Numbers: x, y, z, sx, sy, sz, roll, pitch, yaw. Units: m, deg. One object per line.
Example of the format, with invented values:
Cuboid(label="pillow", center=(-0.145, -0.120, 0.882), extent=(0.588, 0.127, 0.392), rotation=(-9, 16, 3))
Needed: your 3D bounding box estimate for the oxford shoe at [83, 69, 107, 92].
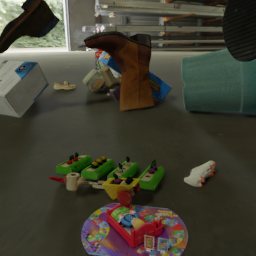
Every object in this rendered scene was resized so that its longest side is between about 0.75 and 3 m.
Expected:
Cuboid(label="oxford shoe", center=(-1.273, -2.007, 12.105), extent=(0.791, 1.030, 2.739), rotation=(41, 10, -5))

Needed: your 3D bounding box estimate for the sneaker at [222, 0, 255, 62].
Cuboid(label="sneaker", center=(0.773, -0.780, 1.681), extent=(0.362, 0.817, 0.303), rotation=(6, -6, -44))

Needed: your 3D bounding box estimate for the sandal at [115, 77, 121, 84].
Cuboid(label="sandal", center=(0.137, -2.641, 13.847), extent=(1.190, 0.800, 2.964), rotation=(12, 22, 32))

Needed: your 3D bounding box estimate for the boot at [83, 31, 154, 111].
Cuboid(label="boot", center=(-0.242, -1.698, 8.666), extent=(2.199, 2.336, 0.800), rotation=(-5, 7, -29))

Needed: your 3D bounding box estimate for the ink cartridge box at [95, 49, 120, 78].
Cuboid(label="ink cartridge box", center=(-1.023, -3.470, 14.115), extent=(1.201, 2.204, 0.555), rotation=(3, 18, 10))

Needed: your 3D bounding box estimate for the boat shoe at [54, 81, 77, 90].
Cuboid(label="boat shoe", center=(-2.749, -1.869, 12.242), extent=(0.986, 0.341, 0.363), rotation=(-4, 19, -12))

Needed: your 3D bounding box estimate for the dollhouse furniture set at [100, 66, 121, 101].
Cuboid(label="dollhouse furniture set", center=(-0.567, -1.749, 10.366), extent=(0.995, 1.256, 0.892), rotation=(-39, 21, -26))

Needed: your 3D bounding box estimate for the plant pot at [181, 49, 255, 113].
Cuboid(label="plant pot", center=(2.727, -1.390, 8.323), extent=(2.131, 2.176, 2.176), rotation=(-3, 17, 17))

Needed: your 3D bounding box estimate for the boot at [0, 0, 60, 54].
Cuboid(label="boot", center=(-2.744, -2.616, 7.668), extent=(0.942, 1.943, 0.726), rotation=(36, 6, -43))

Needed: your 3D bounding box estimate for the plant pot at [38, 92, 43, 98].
Cuboid(label="plant pot", center=(-3.605, -1.524, 10.191), extent=(1.141, 1.141, 1.044), rotation=(-3, 3, -10))

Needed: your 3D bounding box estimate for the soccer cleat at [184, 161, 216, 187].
Cuboid(label="soccer cleat", center=(1.188, 0.710, 4.550), extent=(0.295, 0.263, 0.759), rotation=(11, 24, 37))

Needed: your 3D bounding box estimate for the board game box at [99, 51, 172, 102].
Cuboid(label="board game box", center=(0.179, -2.077, 10.416), extent=(2.391, 0.668, 2.341), rotation=(31, 8, -19))

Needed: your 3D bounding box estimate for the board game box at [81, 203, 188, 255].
Cuboid(label="board game box", center=(0.081, 1.108, 3.333), extent=(1.258, 0.245, 0.994), rotation=(4, 19, 11))

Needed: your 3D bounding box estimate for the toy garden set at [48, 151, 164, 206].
Cuboid(label="toy garden set", center=(-0.377, 0.647, 4.297), extent=(1.643, 0.328, 1.369), rotation=(6, 11, 18))

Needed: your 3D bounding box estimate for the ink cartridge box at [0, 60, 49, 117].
Cuboid(label="ink cartridge box", center=(-3.826, -1.264, 8.554), extent=(2.158, 0.904, 1.566), rotation=(9, 51, 24))
